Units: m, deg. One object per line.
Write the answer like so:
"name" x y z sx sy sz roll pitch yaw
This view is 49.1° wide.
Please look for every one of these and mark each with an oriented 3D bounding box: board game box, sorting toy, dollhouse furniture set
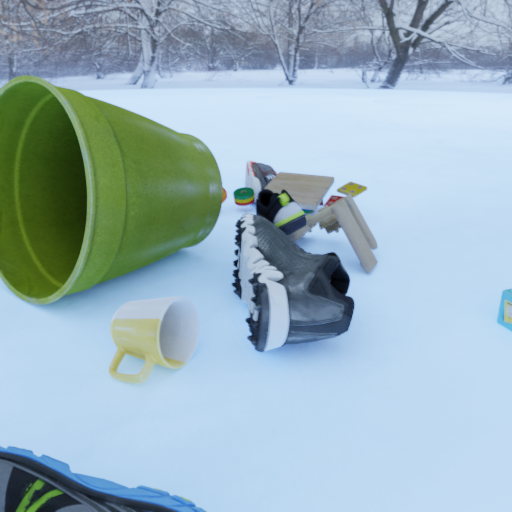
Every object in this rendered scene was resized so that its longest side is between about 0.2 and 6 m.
"board game box" 4.999 0.900 7.730 2.454 0.576 1.852 -7 22 -18
"sorting toy" 1.068 -1.414 13.426 3.042 0.515 1.467 9 37 23
"dollhouse furniture set" 1.377 -0.187 10.893 1.655 1.349 1.574 -28 4 30

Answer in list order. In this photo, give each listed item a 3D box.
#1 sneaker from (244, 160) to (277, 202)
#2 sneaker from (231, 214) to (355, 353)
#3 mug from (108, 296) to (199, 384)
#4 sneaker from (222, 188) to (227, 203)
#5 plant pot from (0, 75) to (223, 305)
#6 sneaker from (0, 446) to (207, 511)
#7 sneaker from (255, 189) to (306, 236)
"sneaker" 0.230 -2.030 14.824 1.052 0.990 2.569 6 22 -3
"sneaker" 0.525 0.311 8.560 1.635 1.201 3.613 2 22 -9
"mug" -1.421 0.981 7.174 0.938 0.915 1.143 2 14 27
"sneaker" -1.713 -1.364 13.409 2.068 0.755 0.798 -1 30 9
"plant pot" -2.447 -1.104 9.765 3.451 3.451 3.322 18 16 38
"sneaker" -1.628 2.130 3.922 2.897 1.027 1.201 7 16 10
"sneaker" 0.345 -0.854 10.324 0.754 0.870 2.102 -29 8 -15
